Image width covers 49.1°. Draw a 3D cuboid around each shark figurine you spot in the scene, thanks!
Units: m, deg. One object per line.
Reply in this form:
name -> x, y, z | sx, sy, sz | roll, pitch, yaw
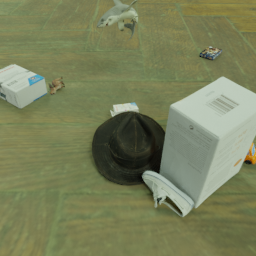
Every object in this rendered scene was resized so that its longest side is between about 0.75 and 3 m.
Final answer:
shark figurine -> -0.153, -3.813, 9.242 | 0.949, 1.358, 2.273 | 52, 25, 9

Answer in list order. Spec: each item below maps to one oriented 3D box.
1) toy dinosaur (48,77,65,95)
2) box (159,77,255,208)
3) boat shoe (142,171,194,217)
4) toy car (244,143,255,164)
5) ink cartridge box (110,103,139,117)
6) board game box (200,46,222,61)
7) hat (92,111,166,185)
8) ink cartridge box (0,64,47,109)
toy dinosaur -> -2.745, -1.667, 10.622 | 0.619, 0.392, 0.913 | -15, 37, -7
box -> 1.910, 0.356, 6.626 | 1.839, 2.415, 1.284 | -29, 51, -29
boat shoe -> 0.814, 1.625, 6.703 | 1.432, 0.529, 0.611 | 35, 55, 22
toy car -> 3.609, 0.333, 8.099 | 1.771, 0.589, 0.869 | -33, 51, -32
ink cartridge box -> -0.116, -0.432, 8.975 | 0.843, 0.528, 0.542 | -8, 29, -7
board game box -> 3.800, -3.433, 12.824 | 0.659, 0.168, 0.973 | 26, 47, 27
hat -> 0.119, 0.257, 7.605 | 2.463, 0.994, 2.463 | 2, 52, -2
ink cartridge box -> -4.030, -1.561, 10.188 | 1.724, 0.740, 1.262 | 25, 46, 28
